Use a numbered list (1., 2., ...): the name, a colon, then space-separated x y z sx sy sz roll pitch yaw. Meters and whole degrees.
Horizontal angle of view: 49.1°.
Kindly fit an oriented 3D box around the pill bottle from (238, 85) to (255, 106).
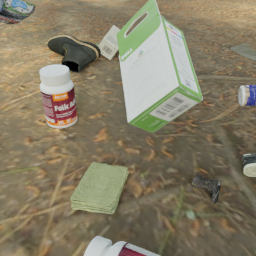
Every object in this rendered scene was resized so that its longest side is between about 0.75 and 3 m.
1. pill bottle: 2.917 -0.733 6.238 0.799 0.462 0.462 -2 35 10

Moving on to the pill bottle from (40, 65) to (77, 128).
1. pill bottle: -2.301 -1.040 9.292 1.088 1.905 1.088 0 35 0

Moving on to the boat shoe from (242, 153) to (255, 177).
1. boat shoe: 4.022 0.972 7.559 1.788 0.642 0.604 3 40 7

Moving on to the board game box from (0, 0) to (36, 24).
1. board game box: -2.758 -2.538 5.809 1.423 0.439 1.423 7 2 -41

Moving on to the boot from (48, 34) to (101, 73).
1. boot: -3.097 -3.661 13.771 2.925 1.133 2.023 13 42 19

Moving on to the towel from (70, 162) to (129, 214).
1. towel: -0.687 1.495 7.144 1.170 0.288 1.577 8 37 12

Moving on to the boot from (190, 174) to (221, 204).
1. boot: 1.953 1.540 7.138 0.734 0.292 0.843 9 32 22

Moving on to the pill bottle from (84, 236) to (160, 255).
1. pill bottle: 0.089 2.622 4.983 1.748 0.958 0.958 14 38 19

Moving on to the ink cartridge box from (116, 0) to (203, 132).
1. ink cartridge box: 0.561 -1.409 6.087 0.787 1.377 2.653 19 49 -37

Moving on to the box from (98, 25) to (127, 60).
1. box: -0.847 -4.604 14.966 0.969 0.806 2.358 36 34 -12
